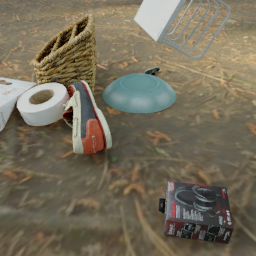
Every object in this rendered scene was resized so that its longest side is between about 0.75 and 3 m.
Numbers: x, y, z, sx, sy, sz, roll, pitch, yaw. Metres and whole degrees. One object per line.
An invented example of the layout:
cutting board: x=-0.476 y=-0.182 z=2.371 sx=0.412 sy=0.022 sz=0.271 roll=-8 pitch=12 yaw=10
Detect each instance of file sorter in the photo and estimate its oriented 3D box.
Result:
file sorter: x=0.926 y=-2.087 z=5.125 sx=0.956 sy=1.065 sz=1.535 roll=20 pitch=26 yaw=-27

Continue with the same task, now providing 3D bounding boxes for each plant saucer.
plant saucer: x=0.373 y=-1.290 z=9.107 sx=2.435 sy=0.469 sz=2.435 roll=0 pitch=34 yaw=0

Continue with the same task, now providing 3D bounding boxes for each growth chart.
growth chart: x=-3.097 y=-0.990 z=8.956 sx=1.461 sy=0.130 sz=1.057 roll=-10 pitch=37 yaw=-14

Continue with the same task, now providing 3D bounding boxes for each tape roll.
tape roll: x=-2.373 y=-0.700 z=7.981 sx=1.441 sy=0.504 sz=1.441 roll=-8 pitch=41 yaw=7

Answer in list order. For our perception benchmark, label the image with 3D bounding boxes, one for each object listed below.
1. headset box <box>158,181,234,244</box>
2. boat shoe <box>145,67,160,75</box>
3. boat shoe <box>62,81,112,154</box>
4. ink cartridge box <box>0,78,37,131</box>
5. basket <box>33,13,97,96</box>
headset box: x=1.173 y=1.488 z=5.083 sx=1.238 sy=0.478 sz=0.921 roll=7 pitch=35 yaw=7
boat shoe: x=0.938 y=-2.100 z=10.505 sx=0.792 sy=0.285 sz=0.268 roll=-26 pitch=79 yaw=-42
boat shoe: x=-1.265 y=-0.370 z=7.371 sx=0.898 sy=1.021 sz=2.869 roll=-15 pitch=41 yaw=-15
ink cartridge box: x=-4.390 y=-0.596 z=7.993 sx=2.415 sy=0.848 sz=2.971 roll=11 pitch=29 yaw=15
basket: x=-2.113 y=-2.548 z=9.364 sx=2.056 sy=2.146 sz=2.881 roll=-1 pitch=34 yaw=-3
